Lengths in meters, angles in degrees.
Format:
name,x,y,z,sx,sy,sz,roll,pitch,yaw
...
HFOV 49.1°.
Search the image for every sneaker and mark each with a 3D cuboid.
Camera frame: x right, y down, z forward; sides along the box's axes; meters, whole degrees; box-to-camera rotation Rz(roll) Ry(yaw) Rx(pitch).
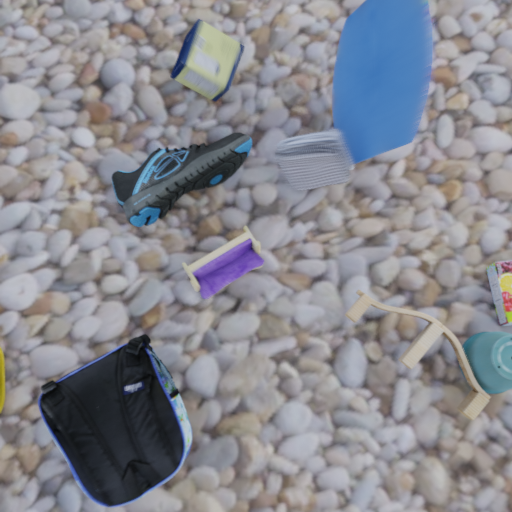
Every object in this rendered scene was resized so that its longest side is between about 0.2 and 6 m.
name,x,y,z,sx,sy,sz,roll,pitch,yaw
sneaker,-1.493,-1.829,11.255,2.984,1.092,1.222,-30,72,-10

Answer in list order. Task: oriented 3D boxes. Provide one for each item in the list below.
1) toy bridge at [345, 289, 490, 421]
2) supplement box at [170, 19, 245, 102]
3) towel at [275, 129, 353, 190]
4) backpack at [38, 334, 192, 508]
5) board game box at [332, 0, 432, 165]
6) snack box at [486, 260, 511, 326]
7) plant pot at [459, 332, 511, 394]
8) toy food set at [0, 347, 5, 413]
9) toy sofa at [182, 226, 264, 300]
name,x,y,z,sx,sy,sz,roll,pitch,yaw
toy bridge,3.047,1.622,10.341,3.021,0.411,1.015,41,89,8
supplement box,-1.025,-4.098,11.820,1.125,0.756,1.126,24,74,-23
towel,1.144,-1.828,11.014,1.318,1.091,0.564,-4,54,26
backpack,-2.226,2.850,9.613,2.123,1.705,2.320,-28,82,-6
board game box,2.491,-3.332,10.389,0.736,3.781,2.987,-1,90,-16
snack box,5.513,0.656,10.884,1.718,0.455,1.222,-5,75,-1
plant pot,4.465,1.895,10.209,1.177,1.106,1.177,0,74,1
toy food set,-5.486,2.104,10.315,1.408,0.782,2.394,-9,75,-3
toy sofa,-0.609,0.152,10.936,1.535,0.636,0.749,-31,76,-8
